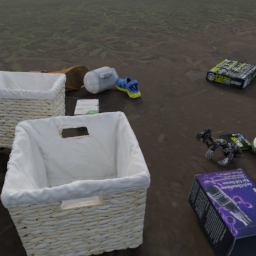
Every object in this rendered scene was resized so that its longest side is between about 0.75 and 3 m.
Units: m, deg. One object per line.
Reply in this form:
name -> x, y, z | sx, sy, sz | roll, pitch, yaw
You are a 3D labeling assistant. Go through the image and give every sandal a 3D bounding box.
sandal -> 0.013, -1.905, 12.192 | 0.640, 0.701, 1.609 | -22, 37, -28

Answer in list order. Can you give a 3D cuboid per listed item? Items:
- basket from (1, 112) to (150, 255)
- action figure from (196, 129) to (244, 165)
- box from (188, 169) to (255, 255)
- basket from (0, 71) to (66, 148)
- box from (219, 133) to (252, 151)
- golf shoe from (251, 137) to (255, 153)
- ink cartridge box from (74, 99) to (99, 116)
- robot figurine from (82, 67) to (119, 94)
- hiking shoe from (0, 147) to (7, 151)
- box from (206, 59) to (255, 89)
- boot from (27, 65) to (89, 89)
basket -> -1.047, 1.131, 6.078 | 2.524, 2.048, 2.547 | -6, 33, -10
action figure -> 2.632, 0.646, 8.082 | 1.493, 0.762, 0.887 | 33, -6, -18
box -> 2.247, 1.805, 5.965 | 1.258, 0.887, 1.700 | -5, 35, -15
basket -> -3.000, -0.579, 8.088 | 2.181, 1.754, 2.161 | 3, 22, -4
box -> 3.421, 0.452, 8.913 | 0.748, 0.184, 0.775 | -4, 32, -11
golf shoe -> 4.669, 0.125, 8.546 | 2.432, 1.071, 0.939 | -26, 52, -33
ink cartridge box -> -1.496, -0.601, 10.310 | 0.814, 0.469, 1.116 | -1, 32, -2
robot figurine -> -1.224, -2.082, 12.192 | 1.694, 0.957, 1.437 | -29, 1, -37
hiking shoe -> -4.139, 0.651, 8.478 | 1.059, 0.401, 0.533 | -31, 23, -30
box -> 5.117, -2.672, 13.578 | 1.811, 0.500, 2.261 | 22, 38, 32
boot -> -3.315, -2.240, 12.451 | 2.204, 1.050, 2.849 | 14, 31, 30
